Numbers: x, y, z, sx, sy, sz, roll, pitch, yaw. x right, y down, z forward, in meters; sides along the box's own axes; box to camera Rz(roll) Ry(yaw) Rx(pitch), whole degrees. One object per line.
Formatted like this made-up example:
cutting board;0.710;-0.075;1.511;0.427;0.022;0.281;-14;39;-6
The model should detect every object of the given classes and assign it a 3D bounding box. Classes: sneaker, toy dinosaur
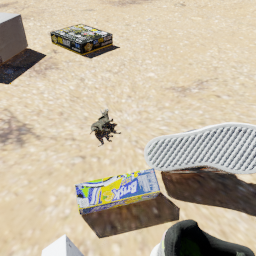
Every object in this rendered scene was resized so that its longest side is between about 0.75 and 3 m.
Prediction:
sneaker;1.720;0.453;5.842;2.621;1.028;1.041;-2;-7;17
toy dinosaur;-0.730;-0.052;7.494;0.573;0.431;1.121;9;42;32
sneaker;1.419;2.282;3.516;1.086;1.288;2.944;-25;44;-30

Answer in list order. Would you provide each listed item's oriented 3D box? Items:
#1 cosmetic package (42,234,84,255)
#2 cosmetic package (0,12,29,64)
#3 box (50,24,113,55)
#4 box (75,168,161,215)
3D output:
cosmetic package;-0.479;2.177;3.136;0.425;1.241;1.646;-33;18;-4
cosmetic package;-5.313;-3.474;11.102;1.262;1.495;2.798;11;40;16
box;-2.109;-4.063;12.667;2.287;0.564;1.826;29;44;33
box;-0.214;1.227;5.423;1.567;0.549;0.504;-9;63;-12
